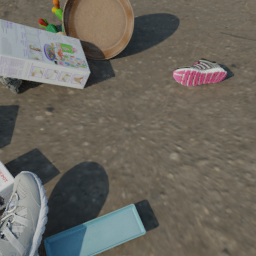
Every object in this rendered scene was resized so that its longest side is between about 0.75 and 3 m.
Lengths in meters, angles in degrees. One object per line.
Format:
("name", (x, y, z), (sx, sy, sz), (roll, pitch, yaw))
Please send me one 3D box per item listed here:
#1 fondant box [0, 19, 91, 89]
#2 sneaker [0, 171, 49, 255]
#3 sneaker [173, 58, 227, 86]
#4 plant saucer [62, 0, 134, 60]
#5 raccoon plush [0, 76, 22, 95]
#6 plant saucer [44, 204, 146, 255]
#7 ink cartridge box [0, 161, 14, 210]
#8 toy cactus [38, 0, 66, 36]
("fondant box", (-3.036, -2.578, 9.912), (2.995, 0.872, 2.161), (5, 45, -30))
("sneaker", (-2.506, 2.266, 6.030), (1.197, 1.091, 2.920), (19, 51, -35))
("sneaker", (2.586, -2.120, 10.408), (2.004, 0.739, 0.877), (-5, 49, -9))
("plant saucer", (-1.146, -4.199, 11.106), (2.911, 2.911, 0.532), (10, 19, 8))
("raccoon plush", (-4.803, -1.824, 10.274), (2.300, 1.113, 1.541), (-19, 62, 20))
("plant saucer", (-0.784, 2.624, 6.718), (2.332, 0.221, 0.815), (-18, 52, -11))
("ink cartridge box", (-3.869, 1.661, 7.211), (1.804, 0.761, 1.306), (-36, 58, -26))
("toy cactus", (-2.623, -4.187, 11.894), (2.784, 1.423, 2.297), (13, 61, 0))
